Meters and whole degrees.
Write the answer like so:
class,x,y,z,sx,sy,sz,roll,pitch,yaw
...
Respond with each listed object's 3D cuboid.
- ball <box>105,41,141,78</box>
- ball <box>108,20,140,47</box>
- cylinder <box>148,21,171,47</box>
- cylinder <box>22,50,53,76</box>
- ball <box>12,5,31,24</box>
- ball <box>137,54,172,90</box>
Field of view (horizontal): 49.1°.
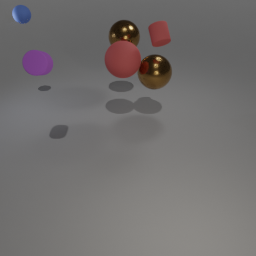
class,x,y,z,sx,sy,sz,roll,pitch,yaw
ball,-0.197,-2.620,10.750,1.400,1.400,1.400,0,32,0
ball,-0.166,-4.055,12.430,1.400,1.400,1.400,0,32,0
cylinder,1.150,-3.422,10.210,0.700,0.700,0.700,-12,-3,-1
cylinder,-2.581,-1.868,8.066,0.700,0.700,0.700,-1,12,-1
ball,-4.222,-4.519,11.145,0.700,0.700,0.700,0,32,0
ball,1.079,-2.261,11.335,1.400,1.400,1.400,0,32,0
